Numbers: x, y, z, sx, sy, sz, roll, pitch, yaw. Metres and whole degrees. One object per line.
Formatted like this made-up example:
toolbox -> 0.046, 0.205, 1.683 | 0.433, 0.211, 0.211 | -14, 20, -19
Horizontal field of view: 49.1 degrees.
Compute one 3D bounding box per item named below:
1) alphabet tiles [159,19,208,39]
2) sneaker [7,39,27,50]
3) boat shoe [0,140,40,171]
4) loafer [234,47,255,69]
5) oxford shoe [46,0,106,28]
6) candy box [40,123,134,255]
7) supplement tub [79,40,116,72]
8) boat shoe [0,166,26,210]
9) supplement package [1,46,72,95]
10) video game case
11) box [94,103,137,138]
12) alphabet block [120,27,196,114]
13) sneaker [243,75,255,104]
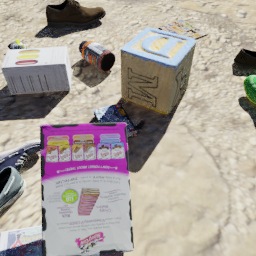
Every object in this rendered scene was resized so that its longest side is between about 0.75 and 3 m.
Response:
alphabet tiles -> 2.197, -4.295, 12.587 | 2.148, 0.081, 1.796 | -25, 51, -23
sneaker -> -4.376, -3.119, 11.221 | 0.544, 0.496, 1.343 | -34, 47, -21
boat shoe -> -2.801, 0.812, 7.368 | 1.328, 0.496, 0.616 | -23, 54, -10
loafer -> 5.040, -2.593, 10.482 | 1.970, 0.703, 0.719 | 6, 46, 6
oxford shoe -> -2.379, -5.376, 12.895 | 2.793, 1.179, 1.015 | -11, 45, -13
candy box -> -0.853, 1.203, 5.677 | 1.730, 0.774, 2.537 | -1, 81, -12
supplement tub -> -1.224, -2.786, 10.615 | 0.809, 0.809, 1.513 | -33, 53, -28
boat shoe -> -3.293, 1.741, 6.242 | 0.811, 0.688, 2.227 | 23, 49, 25
supplement package -> -3.042, -1.970, 9.581 | 2.033, 1.113, 1.156 | -5, 46, -4
video game case -> -2.055, 2.604, 5.802 | 1.233, 0.142, 1.123 | -7, 47, -8
box -> -0.402, -0.167, 8.419 | 0.912, 0.266, 1.332 | -16, 48, -15
alphabet block -> 0.934, -1.858, 8.973 | 1.807, 1.840, 1.797 | 24, 50, 22
sneaker -> 4.620, -0.945, 8.609 | 0.958, 1.081, 2.586 | -16, 47, -14
